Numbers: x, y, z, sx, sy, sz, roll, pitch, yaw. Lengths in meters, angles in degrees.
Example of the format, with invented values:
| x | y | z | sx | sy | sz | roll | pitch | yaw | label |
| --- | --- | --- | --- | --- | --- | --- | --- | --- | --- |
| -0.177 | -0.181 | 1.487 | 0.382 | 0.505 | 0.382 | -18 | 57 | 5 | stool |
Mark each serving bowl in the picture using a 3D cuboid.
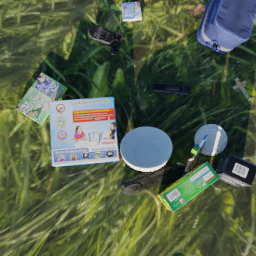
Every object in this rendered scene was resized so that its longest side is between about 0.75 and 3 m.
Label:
| x | y | z | sx | sy | sz | roll | pitch | yaw | label |
| --- | --- | --- | --- | --- | --- | --- | --- | --- | --- |
| 0.666 | 0.843 | 10.194 | 1.873 | 0.616 | 1.873 | -2 | 48 | 2 | serving bowl |

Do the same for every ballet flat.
| x | y | z | sx | sy | sz | roll | pitch | yaw | label |
| --- | --- | --- | --- | --- | --- | --- | --- | --- | --- |
| 0.910 | 1.741 | 10.217 | 2.519 | 0.715 | 0.837 | -17 | 118 | -8 | ballet flat |

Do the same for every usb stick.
| x | y | z | sx | sy | sz | roll | pitch | yaw | label |
| --- | --- | --- | --- | --- | --- | --- | --- | --- | --- |
| 1.703 | -1.539 | 11.099 | 1.519 | 0.248 | 0.421 | 6 | 74 | 1 | usb stick |

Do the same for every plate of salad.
| x | y | z | sx | sy | sz | roll | pitch | yaw | label |
| --- | --- | --- | --- | --- | --- | --- | --- | --- | --- |
| 3.126 | 0.440 | 10.614 | 1.203 | 0.289 | 1.203 | 1 | 98 | 10 | plate of salad |

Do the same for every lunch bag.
| x | y | z | sx | sy | sz | roll | pitch | yaw | label |
| --- | --- | --- | --- | --- | --- | --- | --- | --- | --- |
| 3.813 | -4.117 | 10.979 | 1.620 | 1.578 | 2.385 | 24 | 78 | -12 | lunch bag |

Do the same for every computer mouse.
| x | y | z | sx | sy | sz | roll | pitch | yaw | label |
| --- | --- | --- | --- | --- | --- | --- | --- | --- | --- |
| -0.956 | -3.678 | 11.510 | 1.467 | 0.387 | 1.016 | 23 | 79 | -7 | computer mouse |

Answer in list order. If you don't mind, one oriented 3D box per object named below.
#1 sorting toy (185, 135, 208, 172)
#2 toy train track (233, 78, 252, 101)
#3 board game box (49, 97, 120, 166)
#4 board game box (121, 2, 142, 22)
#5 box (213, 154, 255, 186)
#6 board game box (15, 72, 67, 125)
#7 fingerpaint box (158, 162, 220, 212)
| x | y | z | sx | sy | sz | roll | pitch | yaw | label |
| --- | --- | --- | --- | --- | --- | --- | --- | --- | --- |
| 2.305 | 0.933 | 9.788 | 0.259 | 1.905 | 1.073 | 32 | 60 | 20 | sorting toy |
| 4.599 | -1.553 | 11.140 | 0.604 | 0.171 | 1.053 | -28 | 80 | -5 | toy train track |
| -1.615 | 0.142 | 10.399 | 2.413 | 0.674 | 2.362 | -4 | 81 | -5 | board game box |
| 0.151 | -4.922 | 11.834 | 0.798 | 0.173 | 0.794 | -6 | 79 | -1 | board game box |
| 3.702 | 1.520 | 9.862 | 1.044 | 1.411 | 0.736 | 24 | 79 | 4 | box |
| -3.388 | -1.166 | 11.009 | 1.200 | 0.260 | 1.783 | 32 | 80 | 5 | board game box |
| 2.029 | 2.050 | 9.666 | 1.891 | 1.577 | 0.693 | -34 | 79 | -7 | fingerpaint box |
